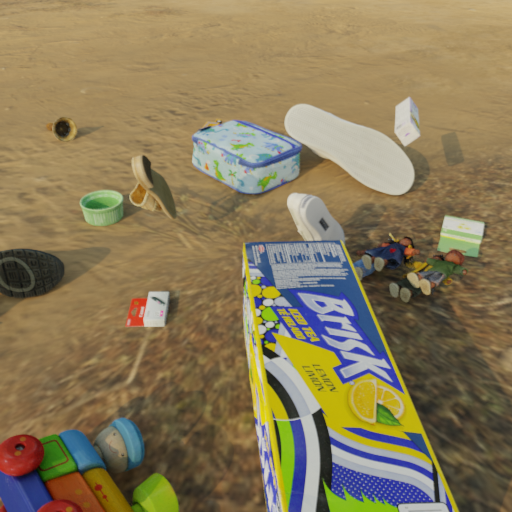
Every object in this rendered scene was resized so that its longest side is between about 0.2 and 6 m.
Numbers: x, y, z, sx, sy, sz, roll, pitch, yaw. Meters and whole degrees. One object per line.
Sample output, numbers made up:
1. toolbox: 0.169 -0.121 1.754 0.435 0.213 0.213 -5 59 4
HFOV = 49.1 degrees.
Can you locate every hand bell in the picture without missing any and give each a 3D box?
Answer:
1. hand bell: -5.485 -3.512 15.378 0.663 0.663 1.273 -26 29 -32

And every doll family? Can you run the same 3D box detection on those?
1. doll family: 2.572 0.129 9.661 1.277 0.867 2.209 -31 42 -30

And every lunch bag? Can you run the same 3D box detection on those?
1. lunch bag: -0.226 -2.422 13.282 1.919 0.984 2.388 -25 42 -36

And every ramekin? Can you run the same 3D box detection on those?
1. ramekin: -3.177 -0.977 11.617 0.867 0.424 0.867 0 34 0

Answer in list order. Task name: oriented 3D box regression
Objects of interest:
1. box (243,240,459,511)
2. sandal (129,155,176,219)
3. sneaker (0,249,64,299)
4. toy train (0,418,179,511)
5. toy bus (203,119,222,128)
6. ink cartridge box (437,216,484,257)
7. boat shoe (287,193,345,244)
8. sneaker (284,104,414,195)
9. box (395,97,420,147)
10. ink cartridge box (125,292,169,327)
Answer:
1. box: 0.769 1.759 6.495 1.528 1.665 4.751 -3 34 -4
2. sandal: -1.992 -1.169 9.967 0.621 1.888 0.692 -11 68 5
3. sneaker: -4.492 0.225 9.537 2.333 0.886 1.059 -2 15 -17
4. toy train: -1.447 2.788 5.648 1.590 1.163 2.747 -12 34 -40
5. toy bus: -1.229 -3.359 15.175 0.428 0.356 1.095 6 35 11
6. ink cartridge box: 3.996 -0.385 10.928 0.767 0.253 1.054 13 35 18
7. boat shoe: 1.014 -0.491 9.740 0.594 1.701 0.603 27 76 41
8. sneaker: 2.280 -2.535 13.198 3.188 1.174 1.842 34 14 7
9. box: 3.008 -2.697 11.153 0.373 0.348 1.800 -32 18 28
10. ink cartridge box: -1.773 0.866 9.162 0.639 0.160 0.737 0 34 -2
